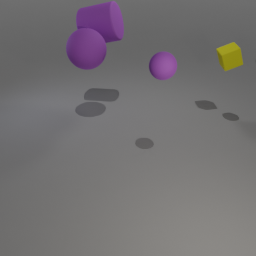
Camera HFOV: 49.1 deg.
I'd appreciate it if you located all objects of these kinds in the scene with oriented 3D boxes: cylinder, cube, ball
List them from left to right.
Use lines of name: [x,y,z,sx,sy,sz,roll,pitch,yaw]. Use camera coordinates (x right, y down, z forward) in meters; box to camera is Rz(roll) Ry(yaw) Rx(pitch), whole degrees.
ball: [-1.448,-2.749,9.779,1.400,1.400,1.400,0,30,0]
cylinder: [-1.033,-3.943,10.650,1.400,1.400,1.400,-4,28,19]
ball: [0.871,-1.547,6.982,0.700,0.700,0.700,0,30,0]
cube: [3.836,-2.696,10.576,0.700,0.700,0.700,-20,34,11]
